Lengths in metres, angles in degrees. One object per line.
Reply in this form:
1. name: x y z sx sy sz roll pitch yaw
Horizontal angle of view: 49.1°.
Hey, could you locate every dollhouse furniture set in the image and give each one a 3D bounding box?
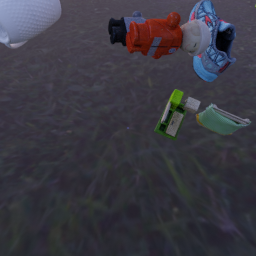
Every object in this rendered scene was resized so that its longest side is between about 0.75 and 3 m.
1. dollhouse furniture set: 1.242 -0.021 4.888 1.347 0.882 0.676 24 82 2

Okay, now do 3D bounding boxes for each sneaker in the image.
1. sneaker: 2.237 -2.343 7.004 0.918 1.105 2.314 9 70 -30

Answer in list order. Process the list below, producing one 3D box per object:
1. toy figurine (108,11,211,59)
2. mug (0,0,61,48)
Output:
1. toy figurine: 0.709 -2.989 6.352 1.879 2.701 2.659 -5 21 -16
2. mug: -2.641 -2.643 6.827 1.282 1.737 1.523 37 59 -1
